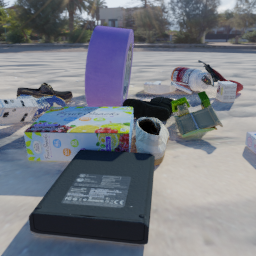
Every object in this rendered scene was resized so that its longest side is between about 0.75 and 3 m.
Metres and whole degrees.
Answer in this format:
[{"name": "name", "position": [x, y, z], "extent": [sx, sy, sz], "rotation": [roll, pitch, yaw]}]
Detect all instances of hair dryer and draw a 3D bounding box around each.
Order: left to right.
[{"name": "hair dryer", "position": [4.669, -2.446, 13.741], "extent": [2.627, 0.714, 2.001], "rotation": [27, 43, -16]}]

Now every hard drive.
[{"name": "hard drive", "position": [-0.418, 1.043, 5.089], "extent": [1.728, 0.407, 2.476], "rotation": [3, 18, 7]}, {"name": "hard drive", "position": [2.652, -2.013, 14.022], "extent": [1.023, 0.136, 0.675], "rotation": [22, 17, -7]}]

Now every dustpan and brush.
[{"name": "dustpan and brush", "position": [1.292, -2.071, 13.906], "extent": [1.702, 0.698, 2.439], "rotation": [9, 20, 24]}]

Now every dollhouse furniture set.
[{"name": "dollhouse furniture set", "position": [2.145, -0.166, 8.735], "extent": [1.233, 0.945, 1.883], "rotation": [-18, 35, 10]}]

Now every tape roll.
[{"name": "tape roll", "position": [-0.611, -2.131, 10.294], "extent": [1.268, 2.985, 2.985], "rotation": [7, 19, 4]}]

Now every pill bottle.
[{"name": "pill bottle", "position": [3.297, -2.588, 14.785], "extent": [1.133, 1.133, 2.006], "rotation": [-14, 24, -36]}]

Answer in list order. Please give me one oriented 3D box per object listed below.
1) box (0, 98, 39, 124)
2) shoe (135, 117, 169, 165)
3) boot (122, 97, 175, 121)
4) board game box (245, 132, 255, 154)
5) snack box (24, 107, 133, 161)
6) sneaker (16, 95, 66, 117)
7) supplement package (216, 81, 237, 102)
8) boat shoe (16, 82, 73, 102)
[{"name": "box", "position": [-3.568, -0.537, 8.782], "extent": [1.297, 0.756, 0.390], "rotation": [-8, 55, -52]}, {"name": "shoe", "position": [0.655, 0.107, 7.418], "extent": [0.928, 0.709, 2.655], "rotation": [1, 19, 4]}, {"name": "boot", "position": [0.852, -0.812, 10.221], "extent": [1.829, 0.677, 1.499], "rotation": [12, 23, 12]}, {"name": "board game box", "position": [4.084, 0.558, 6.574], "extent": [1.900, 0.391, 1.896], "rotation": [0, 19, -1]}, {"name": "snack box", "position": [-1.103, 0.078, 7.285], "extent": [2.426, 0.821, 2.046], "rotation": [2, 21, 4]}, {"name": "sneaker", "position": [-3.177, -0.719, 10.163], "extent": [1.782, 0.671, 0.786], "rotation": [-1, 51, -8]}, {"name": "supplement package", "position": [4.350, -1.619, 12.428], "extent": [0.579, 0.788, 0.753], "rotation": [-1, 18, -6]}, {"name": "boat shoe", "position": [-3.482, -1.441, 11.779], "extent": [2.344, 0.859, 0.873], "rotation": [-9, 21, -25]}]
